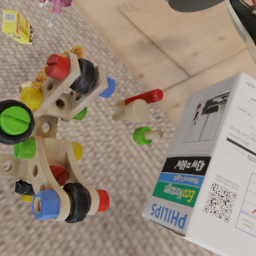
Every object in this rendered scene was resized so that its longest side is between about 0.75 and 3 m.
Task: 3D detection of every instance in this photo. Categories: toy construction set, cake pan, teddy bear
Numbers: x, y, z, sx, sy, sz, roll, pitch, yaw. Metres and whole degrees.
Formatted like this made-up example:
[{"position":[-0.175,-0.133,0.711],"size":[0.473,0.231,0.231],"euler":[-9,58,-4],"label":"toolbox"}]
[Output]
[{"position":[-0.965,0.087,4.484],"size":[2.684,2.062,2.238],"euler":[-22,98,-39],"label":"toy construction set"},{"position":[2.108,-4.012,7.837],"size":[2.436,2.436,0.447],"euler":[-10,82,-6],"label":"cake pan"},{"position":[-1.817,-1.213,6.576],"size":[1.568,0.722,2.163],"euler":[17,61,50],"label":"teddy bear"}]

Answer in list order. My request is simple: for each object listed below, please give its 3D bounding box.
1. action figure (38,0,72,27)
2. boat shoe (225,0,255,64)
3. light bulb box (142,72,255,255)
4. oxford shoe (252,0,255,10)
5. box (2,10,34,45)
[{"position":[-1.785,-3.520,7.289],"size":[1.313,1.181,1.763],"euler":[-19,28,23],"label":"action figure"},{"position":[3.213,-2.403,6.871],"size":[0.863,1.082,2.861],"euler":[-29,55,26],"label":"boat shoe"},{"position":[1.463,0.661,3.495],"size":[1.851,1.166,1.868],"euler":[28,75,-13],"label":"light bulb box"},{"position":[2.501,-2.850,5.084],"size":[0.814,0.780,2.205],"euler":[-24,61,29],"label":"oxford shoe"},{"position":[-2.708,-2.467,6.977],"size":[0.340,1.355,0.510],"euler":[5,93,-3],"label":"box"}]
